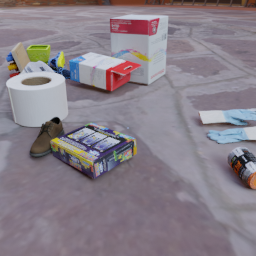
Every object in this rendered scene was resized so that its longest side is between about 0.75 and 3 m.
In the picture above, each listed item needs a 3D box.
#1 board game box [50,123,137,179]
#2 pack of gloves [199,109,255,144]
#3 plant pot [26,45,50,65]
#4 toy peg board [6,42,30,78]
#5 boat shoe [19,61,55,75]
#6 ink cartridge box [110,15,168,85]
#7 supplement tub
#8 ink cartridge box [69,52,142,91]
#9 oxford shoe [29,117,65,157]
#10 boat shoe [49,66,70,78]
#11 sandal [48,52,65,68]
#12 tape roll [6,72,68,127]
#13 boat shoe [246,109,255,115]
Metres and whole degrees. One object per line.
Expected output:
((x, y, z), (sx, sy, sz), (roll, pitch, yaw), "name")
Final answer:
((-0.855, 0.482, 6.933), (1.683, 0.477, 1.391), (19, 35, 41), "board game box")
((3.110, 0.012, 8.235), (1.794, 0.354, 1.507), (-3, 39, 2), "pack of gloves")
((-4.438, -3.625, 14.106), (1.013, 0.919, 1.008), (-2, 28, -3), "plant pot")
((-4.545, -2.507, 11.554), (0.773, 1.574, 1.580), (-18, 30, -1), "toy peg board")
((-3.523, -1.938, 10.928), (0.973, 0.988, 2.788), (-41, 10, 8), "boat shoe")
((0.492, -3.397, 11.987), (1.854, 2.563, 1.862), (13, 30, 27), "ink cartridge box")
((2.666, 0.880, 6.216), (0.575, 0.575, 0.939), (-5, 28, -8), "supplement tub")
((-0.891, -2.240, 11.204), (2.538, 0.853, 1.475), (19, 35, 24), "ink cartridge box")
((-2.184, 0.186, 7.398), (0.577, 0.671, 1.589), (3, 30, 6), "oxford shoe")
((-3.064, -2.524, 12.549), (1.379, 0.473, 0.580), (7, 29, 12), "boat shoe")
((-3.558, -3.387, 13.997), (0.731, 0.667, 1.679), (-6, 28, -2), "sandal")
((-2.831, -0.947, 8.894), (1.763, 1.210, 1.763), (0, 29, 0), "tape roll")
((4.151, -0.527, 9.068), (0.839, 0.308, 0.280), (3, 30, 7), "boat shoe")
